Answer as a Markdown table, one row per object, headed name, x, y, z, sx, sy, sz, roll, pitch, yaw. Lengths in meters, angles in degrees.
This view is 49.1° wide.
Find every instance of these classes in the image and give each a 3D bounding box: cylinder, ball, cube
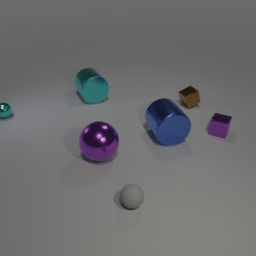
| name | x | y | z | sx | sy | sz | roll | pitch | yaw |
| --- | --- | --- | --- | --- | --- | --- | --- | --- | --- |
| cylinder | 1.532 | -0.255 | 10.935 | 1.400 | 1.400 | 1.400 | -8 | 32 | -13 |
| ball | -5.554 | -0.788 | 12.503 | 0.700 | 0.700 | 0.700 | 0 | 31 | 0 |
| ball | 0.116 | 1.941 | 8.008 | 0.700 | 0.700 | 0.700 | 0 | 31 | 0 |
| ball | -1.003 | 0.460 | 9.768 | 1.400 | 1.400 | 1.400 | 0 | 31 | 0 |
| cube | 3.742 | -0.104 | 11.378 | 0.700 | 0.700 | 0.700 | 16 | 35 | 25 |
| cylinder | -1.830 | -2.128 | 14.012 | 1.400 | 1.400 | 1.400 | -13 | 34 | -20 |
| cube | 2.966 | -1.489 | 13.482 | 0.700 | 0.700 | 0.700 | -28 | 37 | -8 |
